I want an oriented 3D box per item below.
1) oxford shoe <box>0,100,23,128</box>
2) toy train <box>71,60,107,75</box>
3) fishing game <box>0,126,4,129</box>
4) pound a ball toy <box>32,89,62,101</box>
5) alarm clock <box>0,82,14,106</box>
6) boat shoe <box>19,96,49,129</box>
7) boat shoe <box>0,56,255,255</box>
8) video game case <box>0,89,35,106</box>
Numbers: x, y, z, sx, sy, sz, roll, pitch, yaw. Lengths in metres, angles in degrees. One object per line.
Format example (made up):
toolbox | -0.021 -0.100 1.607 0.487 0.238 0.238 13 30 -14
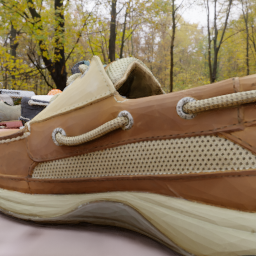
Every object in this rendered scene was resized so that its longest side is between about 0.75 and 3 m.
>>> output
oxford shoe | -3.560 -0.382 7.718 2.030 0.759 0.715 0 0 3
toy train | -0.969 -1.082 8.670 1.253 2.199 0.937 -8 -10 -46
fishing game | -3.843 -0.126 6.413 1.421 0.308 1.984 -1 -12 10
pound a ball toy | -1.270 -0.445 6.882 2.354 1.000 1.535 1 3 13
alarm clock | -3.906 -0.712 8.604 0.919 1.363 0.454 1 4 39
boat shoe | -0.745 -0.229 5.196 2.412 0.728 0.891 0 3 -9
boat shoe | -0.006 0.041 1.115 1.639 0.605 0.620 2 3 30
video game case | -5.007 -0.695 9.689 2.654 0.292 2.419 -24 -9 30
